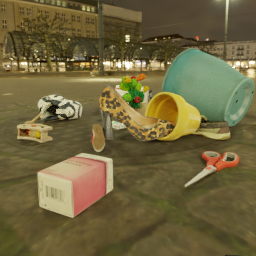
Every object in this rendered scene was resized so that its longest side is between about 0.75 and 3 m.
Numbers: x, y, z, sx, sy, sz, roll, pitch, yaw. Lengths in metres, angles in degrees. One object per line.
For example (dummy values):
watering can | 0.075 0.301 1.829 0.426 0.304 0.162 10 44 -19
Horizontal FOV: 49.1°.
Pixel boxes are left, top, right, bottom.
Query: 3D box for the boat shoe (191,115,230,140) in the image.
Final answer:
boat shoe | 2.507 -0.105 9.529 0.736 0.677 2.060 -11 17 -40

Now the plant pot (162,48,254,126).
plant pot | 3.312 -1.427 11.215 2.885 2.885 2.711 -12 33 -42

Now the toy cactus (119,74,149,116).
toy cactus | 0.438 -1.176 10.953 1.245 2.010 2.435 -28 12 9

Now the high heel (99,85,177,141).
high heel | 0.340 -0.498 8.258 2.356 1.679 0.841 -4 27 -1

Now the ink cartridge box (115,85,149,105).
ink cartridge box | 0.131 -1.789 15.738 1.803 1.019 2.461 3 12 -3

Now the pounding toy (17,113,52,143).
pounding toy | -3.065 -0.054 8.977 1.447 0.830 0.828 12 13 42

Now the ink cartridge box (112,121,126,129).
ink cartridge box | -0.267 -0.146 10.814 0.801 0.201 0.645 -12 18 -37

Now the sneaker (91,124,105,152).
sneaker | -0.877 0.429 8.186 0.363 0.573 1.019 0 43 -9

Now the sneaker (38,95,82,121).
sneaker | -3.420 -0.887 12.104 2.520 1.006 1.640 20 13 30

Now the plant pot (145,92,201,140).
plant pot | 1.533 -0.320 9.031 1.400 1.488 1.488 6 6 -41

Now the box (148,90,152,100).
box | 1.041 -2.218 18.727 1.007 0.635 1.024 1 13 12

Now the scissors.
scissors | 1.967 0.903 6.319 0.900 0.171 2.461 8 14 24

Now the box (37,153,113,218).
box | -0.897 0.960 5.016 0.769 0.655 1.203 7 15 28
